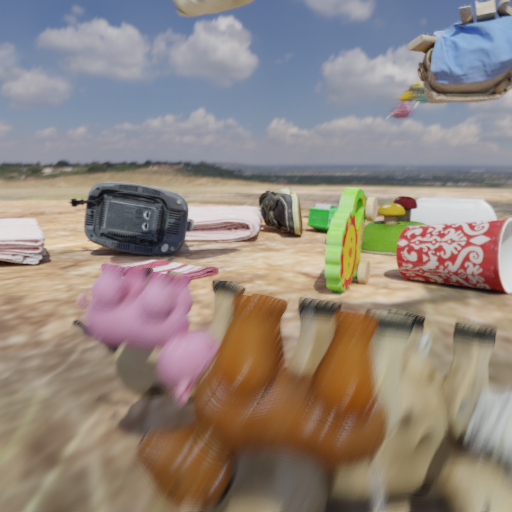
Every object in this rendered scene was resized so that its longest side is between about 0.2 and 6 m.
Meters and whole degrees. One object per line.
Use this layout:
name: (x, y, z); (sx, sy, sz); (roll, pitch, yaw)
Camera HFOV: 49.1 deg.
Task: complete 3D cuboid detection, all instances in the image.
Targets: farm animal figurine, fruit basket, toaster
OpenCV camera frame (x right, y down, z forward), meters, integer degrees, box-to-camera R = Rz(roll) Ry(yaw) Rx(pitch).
farm animal figurine: (0.203, 0.733, 2.543); (2.082, 1.098, 2.106); (10, -2, -18)
fruit basket: (2.078, -0.931, 14.038); (1.488, 0.698, 1.379); (-3, 9, -35)
toaster: (-2.280, -0.717, 10.566); (2.187, 1.243, 1.413); (7, 4, -5)

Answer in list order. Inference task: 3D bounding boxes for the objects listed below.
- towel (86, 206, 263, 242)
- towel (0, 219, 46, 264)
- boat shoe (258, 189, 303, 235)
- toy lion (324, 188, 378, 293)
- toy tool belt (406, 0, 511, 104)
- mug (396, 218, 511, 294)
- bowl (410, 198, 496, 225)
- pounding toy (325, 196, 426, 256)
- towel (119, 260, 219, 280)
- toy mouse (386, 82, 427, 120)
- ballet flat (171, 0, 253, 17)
towel: (-1.761, -0.889, 13.933); (3.805, 0.642, 3.984); (1, 10, 3)
towel: (-5.576, -0.232, 9.976); (3.334, 0.563, 3.491); (-3, 9, -22)
boat shoe: (0.560, -1.061, 13.751); (0.918, 1.036, 2.831); (-6, 12, -3)
toy lion: (1.192, -0.221, 7.341); (0.495, 1.440, 1.381); (6, -8, 22)
toy tool belt: (3.613, -3.214, 8.600); (2.322, 1.450, 1.427); (-9, -19, 26)
mug: (2.768, 0.095, 7.620); (1.424, 1.264, 0.950); (2, 44, 41)
bowl: (4.844, -1.008, 14.062); (2.274, 0.850, 2.277); (5, 9, 25)
pounding toy: (2.494, -0.634, 10.942); (2.232, 1.036, 1.723); (1, 9, 3)
towel: (-1.428, 0.205, 8.430); (1.442, 0.164, 1.039); (7, 10, 38)
toy mouse: (3.234, -3.144, 11.480); (0.253, 1.308, 1.162); (38, 26, -18)
ballet flat: (-1.022, -3.172, 6.268); (2.657, 0.923, 0.923); (7, 4, -33)
